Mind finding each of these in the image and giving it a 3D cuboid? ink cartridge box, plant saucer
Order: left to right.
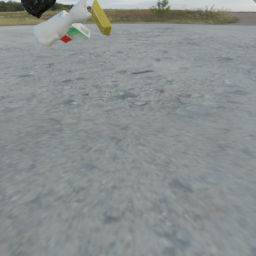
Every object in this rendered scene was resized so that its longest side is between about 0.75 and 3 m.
[{"bbox_3d":[-2.020,-3.043,8.857,1.352,0.339,1.088,-10,-26,41],"label":"ink cartridge box"},{"bbox_3d":[-0.846,-3.272,8.462,0.225,0.928,0.928,-31,5,-7],"label":"plant saucer"}]

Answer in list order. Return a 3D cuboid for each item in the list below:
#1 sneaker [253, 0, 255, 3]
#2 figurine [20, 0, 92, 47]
[{"bbox_3d":[3.180,-2.551,5.597,1.626,0.626,0.693,11,35,-28],"label":"sneaker"},{"bbox_3d":[-1.775,-3.058,7.158,1.573,1.612,0.694,-27,-14,15],"label":"figurine"}]
